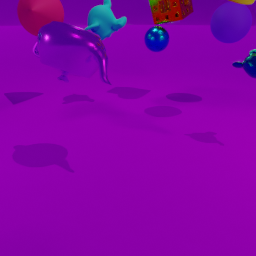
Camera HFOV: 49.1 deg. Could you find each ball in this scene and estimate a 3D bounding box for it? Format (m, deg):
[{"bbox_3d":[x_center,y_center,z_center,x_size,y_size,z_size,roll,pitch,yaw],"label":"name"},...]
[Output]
[{"bbox_3d":[1.033,-3.182,10.037,0.902,0.902,0.902,0,22,0],"label":"ball"},{"bbox_3d":[3.475,-3.556,9.477,1.327,1.327,1.327,0,22,0],"label":"ball"}]

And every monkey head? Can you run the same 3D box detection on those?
[{"bbox_3d":[2.996,-1.385,6.414,1.074,0.647,0.773,29,-9,29],"label":"monkey head"},{"bbox_3d":[-0.721,-3.574,9.217,1.201,1.006,1.669,-4,52,44],"label":"monkey head"}]

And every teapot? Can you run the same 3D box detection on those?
[{"bbox_3d":[-1.007,-1.296,5.086,1.996,0.978,1.241,22,9,27],"label":"teapot"}]

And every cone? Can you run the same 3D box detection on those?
[{"bbox_3d":[-2.950,-3.756,9.059,1.594,1.594,1.600,-3,19,-6],"label":"cone"}]

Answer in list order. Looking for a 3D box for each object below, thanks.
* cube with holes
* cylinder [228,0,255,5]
[{"bbox_3d":[1.529,-4.456,9.946,1.107,1.107,1.107,3,34,35],"label":"cube with holes"},{"bbox_3d":[2.936,-3.875,7.112,1.060,1.060,1.060,8,45,-8],"label":"cylinder"}]
